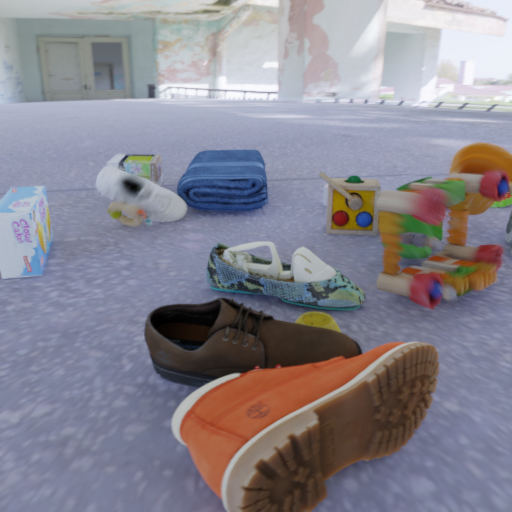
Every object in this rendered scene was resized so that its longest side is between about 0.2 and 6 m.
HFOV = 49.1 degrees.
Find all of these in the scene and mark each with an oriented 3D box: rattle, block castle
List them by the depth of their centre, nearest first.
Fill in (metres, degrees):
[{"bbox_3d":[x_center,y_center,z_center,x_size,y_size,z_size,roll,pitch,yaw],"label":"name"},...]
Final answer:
[{"bbox_3d":[3.276,-0.342,9.303,1.334,1.900,2.844,13,21,43],"label":"block castle"},{"bbox_3d":[-2.735,-1.166,12.883,1.307,0.851,0.934,-8,34,45],"label":"rattle"}]

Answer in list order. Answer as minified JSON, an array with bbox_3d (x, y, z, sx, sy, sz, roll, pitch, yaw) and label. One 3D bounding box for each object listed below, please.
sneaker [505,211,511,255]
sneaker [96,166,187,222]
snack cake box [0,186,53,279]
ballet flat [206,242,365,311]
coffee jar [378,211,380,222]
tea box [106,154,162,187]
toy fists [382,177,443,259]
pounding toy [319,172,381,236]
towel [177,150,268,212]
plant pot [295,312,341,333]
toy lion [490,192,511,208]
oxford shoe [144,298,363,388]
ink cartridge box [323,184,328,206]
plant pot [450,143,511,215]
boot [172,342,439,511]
[{"bbox_3d":[5.861,-0.466,11.597,1.145,0.898,2.304,12,32,13],"label":"sneaker"},{"bbox_3d":[-2.490,-1.346,12.852,2.271,0.853,0.920,21,-8,-38],"label":"sneaker"},{"bbox_3d":[-4.519,-0.531,10.950,0.728,1.246,2.167,-5,21,-12],"label":"snack cake box"},{"bbox_3d":[0.431,0.262,9.278,2.763,1.026,1.026,6,21,15],"label":"ballet flat"},{"bbox_3d":[3.159,-0.961,13.164,0.588,0.481,1.128,13,9,-37],"label":"coffee jar"},{"bbox_3d":[-3.529,-2.408,16.468,1.407,0.956,1.431,-1,20,-2],"label":"tea box"},{"bbox_3d":[3.093,-0.704,11.117,0.903,1.338,2.625,-16,6,29],"label":"toy fists"},{"bbox_3d":[2.061,-1.221,12.510,1.348,1.464,1.041,2,20,7],"label":"pounding toy"},{"bbox_3d":[-0.857,-2.121,15.640,2.342,1.018,4.194,0,21,0],"label":"towel"},{"bbox_3d":[0.790,1.109,7.413,0.880,0.625,0.880,0,20,0],"label":"plant pot"},{"bbox_3d":[6.454,-1.660,15.325,1.335,0.478,1.393,-17,25,-21],"label":"toy lion"},{"bbox_3d":[-0.083,1.051,6.579,2.662,1.124,0.967,1,47,9],"label":"oxford shoe"},{"bbox_3d":[2.183,-1.608,14.935,0.713,0.516,0.525,7,21,18],"label":"ink cartridge box"},{"bbox_3d":[5.132,-1.658,12.951,1.410,1.291,1.410,-2,58,4],"label":"plant pot"},{"bbox_3d":[0.607,1.474,5.862,2.996,1.124,1.606,-16,20,-34],"label":"boot"}]
